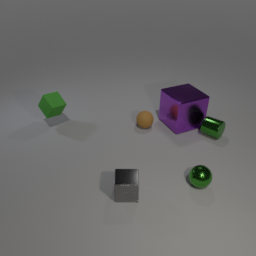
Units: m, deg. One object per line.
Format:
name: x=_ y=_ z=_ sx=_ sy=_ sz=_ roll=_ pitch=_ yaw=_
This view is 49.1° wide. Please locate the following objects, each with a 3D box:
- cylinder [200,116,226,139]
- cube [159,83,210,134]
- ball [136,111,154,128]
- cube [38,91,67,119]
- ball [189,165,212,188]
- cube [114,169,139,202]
cylinder: x=3.266 y=-0.027 z=10.767 sx=0.700 sy=0.700 sz=0.700 roll=24 pitch=40 yaw=35
cube: x=2.221 y=-0.814 z=11.354 sx=1.400 sy=1.400 sz=1.400 roll=-14 pitch=36 yaw=-21
ball: x=0.684 y=-0.350 z=11.297 sx=0.700 sy=0.700 sz=0.700 roll=0 pitch=33 yaw=0
cube: x=-2.988 y=-0.912 z=11.046 sx=0.700 sy=0.700 sz=0.700 roll=-24 pitch=72 yaw=-46
ball: x=2.204 y=1.472 z=8.514 sx=0.700 sy=0.700 sz=0.700 roll=0 pitch=33 yaw=0
cube: x=-0.041 y=1.682 z=8.216 sx=0.700 sy=0.700 sz=0.700 roll=0 pitch=33 yaw=0
